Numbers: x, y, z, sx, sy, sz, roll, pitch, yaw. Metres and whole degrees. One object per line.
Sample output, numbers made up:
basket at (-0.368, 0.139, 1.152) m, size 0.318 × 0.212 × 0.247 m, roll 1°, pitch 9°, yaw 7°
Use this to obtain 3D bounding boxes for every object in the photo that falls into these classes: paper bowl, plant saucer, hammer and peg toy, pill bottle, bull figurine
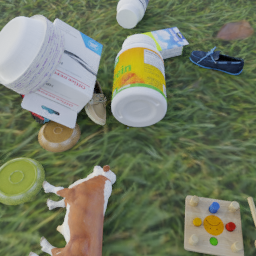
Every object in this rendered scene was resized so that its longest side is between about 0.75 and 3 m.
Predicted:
paper bowl at (-2.732, -2.020, 7.346) m, size 2.090 × 1.087 × 2.090 m, roll -19°, pitch 57°, yaw 32°
plant saucer at (-2.066, 0.126, 8.361) m, size 1.269 × 0.225 × 1.269 m, roll 0°, pitch 54°, yaw 0°
hammer and peg toy at (2.248, 2.278, 6.509) m, size 1.837 × 0.648 × 1.351 m, roll 7°, pitch 52°, yaw 5°
pill bottle at (0.347, -1.601, 8.782) m, size 1.592 × 1.592 × 2.866 m, roll 1°, pitch 53°, yaw 1°
bull figurine at (-1.175, 2.005, 6.562) m, size 1.676 × 0.899 × 2.761 m, roll 0°, pitch 52°, yaw 3°
plant saucer at (-2.940, 1.344, 7.464) m, size 1.399 × 0.217 × 1.399 m, roll 0°, pitch 53°, yaw -1°
pill bottle at (0.174, -5.042, 11.637) m, size 1.141 × 1.141 × 1.908 m, roll 11°, pitch 54°, yaw 8°

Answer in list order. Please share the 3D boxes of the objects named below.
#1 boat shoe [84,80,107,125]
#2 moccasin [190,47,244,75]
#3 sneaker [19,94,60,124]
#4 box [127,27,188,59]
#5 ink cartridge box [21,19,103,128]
boat shoe at (-0.977, -0.842, 8.738) m, size 0.628 × 0.566 × 1.742 m, roll 19°, pitch 37°, yaw -37°
moccasin at (3.214, -2.530, 10.070) m, size 1.898 × 0.647 × 0.764 m, roll 16°, pitch 55°, yaw 11°
sneaker at (-2.820, -1.378, 9.111) m, size 1.377 × 1.144 × 2.884 m, roll -21°, pitch 63°, yaw -29°
box at (1.109, -3.153, 10.634) m, size 2.022 × 0.482 × 1.233 m, roll -15°, pitch 55°, yaw -11°
ink cartridge box at (-1.848, -1.632, 8.281) m, size 1.682 × 0.984 × 2.899 m, roll 24°, pitch 51°, yaw -25°
